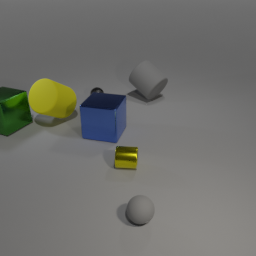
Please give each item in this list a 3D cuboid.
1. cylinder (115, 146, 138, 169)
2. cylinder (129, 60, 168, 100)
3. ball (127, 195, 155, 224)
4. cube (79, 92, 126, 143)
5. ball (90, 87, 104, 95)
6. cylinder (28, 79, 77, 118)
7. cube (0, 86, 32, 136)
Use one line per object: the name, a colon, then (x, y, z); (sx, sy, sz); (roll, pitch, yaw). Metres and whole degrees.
cylinder: (-0.038, 0.936, 8.958); (0.700, 0.700, 0.700); (2, 29, 4)
cylinder: (0.999, -2.350, 13.794); (1.400, 1.400, 1.400); (46, 46, 16)
ball: (0.314, 2.021, 6.956); (0.700, 0.700, 0.700); (0, 28, 0)
cube: (-0.904, -0.436, 10.757); (1.400, 1.400, 1.400); (7, 29, 13)
ball: (-1.511, -1.648, 13.733); (0.700, 0.700, 0.700); (0, 28, 0)
cylinder: (-3.054, -1.172, 11.457); (1.400, 1.400, 1.400); (13, 0, 23)
cube: (-4.949, -0.719, 11.240); (1.400, 1.400, 1.400); (12, 31, 24)
